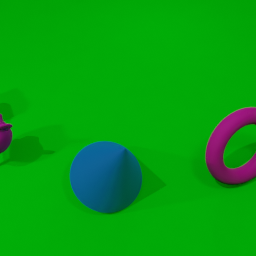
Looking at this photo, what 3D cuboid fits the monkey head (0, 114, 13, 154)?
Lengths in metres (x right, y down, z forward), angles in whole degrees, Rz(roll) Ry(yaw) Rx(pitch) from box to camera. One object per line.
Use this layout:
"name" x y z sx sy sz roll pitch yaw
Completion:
"monkey head" -3.098 0.165 6.120 1.014 1.409 0.849 11 41 -48

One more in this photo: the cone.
"cone" -0.260 0.703 5.510 1.623 1.629 1.623 7 63 -13

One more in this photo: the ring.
"ring" 2.458 0.417 5.990 1.796 1.796 0.359 -18 27 -13
